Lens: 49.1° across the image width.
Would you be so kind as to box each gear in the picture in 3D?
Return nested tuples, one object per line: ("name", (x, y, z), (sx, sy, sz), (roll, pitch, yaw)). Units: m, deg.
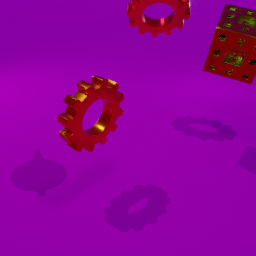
("gear", (-0.634, -0.236, 5.119), (0.260, 1.406, 1.406), (29, 40, 31))
("gear", (0.806, -3.109, 7.476), (1.664, 1.664, 0.308), (1, 69, 2))

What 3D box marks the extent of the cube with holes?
("cube with holes", (2.358, -1.798, 5.984), (1.063, 1.063, 1.063), (19, 52, 12))
